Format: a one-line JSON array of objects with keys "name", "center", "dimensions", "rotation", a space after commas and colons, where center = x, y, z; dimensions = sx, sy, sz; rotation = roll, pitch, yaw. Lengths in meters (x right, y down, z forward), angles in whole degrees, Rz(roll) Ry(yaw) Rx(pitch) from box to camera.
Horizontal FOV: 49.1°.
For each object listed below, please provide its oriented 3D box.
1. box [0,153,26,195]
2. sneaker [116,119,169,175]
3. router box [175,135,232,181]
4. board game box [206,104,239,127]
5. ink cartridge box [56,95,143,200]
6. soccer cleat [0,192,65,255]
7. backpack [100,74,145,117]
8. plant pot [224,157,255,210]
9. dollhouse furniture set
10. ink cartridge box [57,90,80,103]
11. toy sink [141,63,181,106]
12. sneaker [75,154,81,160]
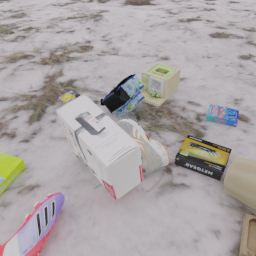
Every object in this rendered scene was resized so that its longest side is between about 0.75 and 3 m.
[{"name": "box", "center": [-4.446, 1.657, 9.129], "dimensions": [1.198, 0.468, 1.965], "rotation": [13, 40, 16]}, {"name": "sneaker", "center": [0.164, 0.628, 10.062], "dimensions": [1.245, 1.025, 2.707], "rotation": [-29, 45, -26]}, {"name": "router box", "center": [2.674, 1.012, 9.965], "dimensions": [1.664, 0.435, 1.309], "rotation": [18, 43, 22]}, {"name": "board game box", "center": [4.079, -0.559, 12.081], "dimensions": [1.273, 0.286, 0.968], "rotation": [13, 40, 16]}, {"name": "ink cartridge box", "center": [-0.855, 0.552, 8.596], "dimensions": [1.164, 1.999, 2.745], "rotation": [-33, 54, -19]}, {"name": "soccer cleat", "center": [-2.491, 2.881, 7.383], "dimensions": [1.056, 0.921, 2.761], "rotation": [34, 46, 11]}, {"name": "backpack", "center": [-0.054, -1.394, 12.097], "dimensions": [1.258, 1.567, 1.712], "rotation": [49, 50, -8]}, {"name": "plant pot", "center": [3.854, 1.679, 8.306], "dimensions": [1.641, 1.793, 1.793], "rotation": [20, 41, 40]}, {"name": "dollhouse furniture set", "center": [3.990, 2.606, 7.186], "dimensions": [1.711, 1.394, 1.627], "rotation": [15, 41, 18]}, {"name": "ink cartridge box", "center": [-2.871, -1.530, 13.399], "dimensions": [0.837, 0.197, 0.827], "rotation": [27, 46, 27]}, {"name": "toy sink", "center": [1.427, -2.163, 13.393], "dimensions": [1.357, 1.166, 2.082], "rotation": [23, 44, 26]}, {"name": "sneaker", "center": [-1.347, 0.774, 10.286], "dimensions": [1.180, 0.460, 0.586], "rotation": [-5, 35, -7]}]
